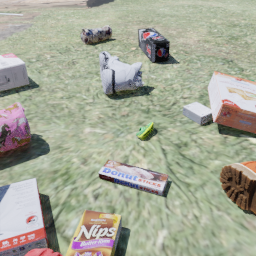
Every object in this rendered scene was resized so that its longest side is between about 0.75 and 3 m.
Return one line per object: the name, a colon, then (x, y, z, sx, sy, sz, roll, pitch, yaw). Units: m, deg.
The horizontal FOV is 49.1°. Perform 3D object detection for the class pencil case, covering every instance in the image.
pencil case: (-3.938, 0.244, 7.099, 2.879, 1.246, 1.192, -18, -1, -26)
pencil case: (-1.793, -5.428, 16.130, 1.906, 0.853, 0.742, -26, 43, -36)

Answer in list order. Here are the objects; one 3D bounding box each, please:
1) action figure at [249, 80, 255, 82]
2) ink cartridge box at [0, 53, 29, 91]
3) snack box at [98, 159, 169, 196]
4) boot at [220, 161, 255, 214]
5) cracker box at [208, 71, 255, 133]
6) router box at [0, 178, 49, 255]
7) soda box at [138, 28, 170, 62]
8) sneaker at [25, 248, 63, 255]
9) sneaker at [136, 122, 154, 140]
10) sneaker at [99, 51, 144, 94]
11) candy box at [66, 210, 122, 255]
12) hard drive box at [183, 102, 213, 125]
action figure: (4.935, -1.390, 10.359, 0.759, 0.352, 1.286, -21, 45, -31)
ink cartridge box: (-5.273, -2.104, 10.912, 2.237, 0.926, 1.639, -22, 39, -30)
snack box: (0.128, 1.141, 6.586, 1.562, 0.190, 0.562, 12, 35, 18)
boot: (3.246, 1.476, 5.400, 1.464, 1.025, 2.731, -8, 33, -22)
cracker box: (3.544, -0.865, 8.937, 1.670, 0.719, 2.493, 15, 35, 1)
router box: (-2.537, 1.834, 5.283, 1.800, 0.440, 1.615, -12, 35, -18)
soda box: (1.250, -4.267, 14.187, 0.887, 0.991, 2.801, -9, 33, -9)
sneaker: (-0.666, 2.364, 3.830, 2.344, 0.829, 1.145, 7, 1, 14)
sneaker: (0.507, 0.033, 8.207, 0.332, 0.294, 0.795, 22, 39, 24)
sneaker: (-0.292, -2.250, 11.117, 1.570, 1.027, 2.732, -4, 38, -8)
candy box: (-0.607, 2.091, 4.972, 0.752, 0.364, 1.288, 5, 32, 10)
hard drive box: (2.259, -0.484, 8.989, 0.623, 0.307, 0.800, -20, 38, -28)
